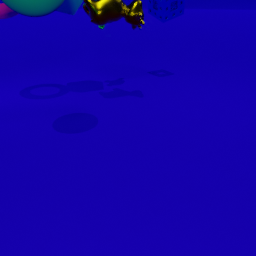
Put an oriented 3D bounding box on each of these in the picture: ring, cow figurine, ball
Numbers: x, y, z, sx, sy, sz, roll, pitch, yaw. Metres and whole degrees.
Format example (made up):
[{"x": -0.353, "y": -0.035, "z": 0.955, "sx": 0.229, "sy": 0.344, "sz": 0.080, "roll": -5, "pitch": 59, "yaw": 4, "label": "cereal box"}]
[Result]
[{"x": -3.147, "y": -3.601, "z": 7.120, "sx": 1.784, "sy": 1.784, "sz": 0.357, "roll": 5, "pitch": -10, "yaw": 10, "label": "ring"}, {"x": -0.314, "y": -3.008, "z": 7.314, "sx": 1.415, "sy": 1.393, "sz": 0.777, "roll": -36, "pitch": 2, "yaw": -13, "label": "cow figurine"}, {"x": -1.575, "y": -2.448, "z": 4.532, "sx": 1.223, "sy": 1.223, "sz": 1.223, "roll": 0, "pitch": 25, "yaw": 0, "label": "ball"}]

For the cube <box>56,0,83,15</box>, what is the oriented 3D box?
[{"x": -1.804, "y": -3.907, "z": 7.608, "sx": 1.027, "sy": 1.027, "sz": 1.027, "roll": 0, "pitch": -19, "yaw": -35, "label": "cube"}]

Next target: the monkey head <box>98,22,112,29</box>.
[{"x": -0.697, "y": -3.708, "z": 8.698, "sx": 0.870, "sy": 0.729, "sz": 1.209, "roll": 25, "pitch": 69, "yaw": 6, "label": "monkey head"}]

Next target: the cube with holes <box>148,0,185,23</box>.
[{"x": 1.329, "y": -4.444, "z": 9.795, "sx": 0.932, "sy": 0.932, "sz": 0.932, "roll": -28, "pitch": 53, "yaw": -17, "label": "cube with holes"}]
